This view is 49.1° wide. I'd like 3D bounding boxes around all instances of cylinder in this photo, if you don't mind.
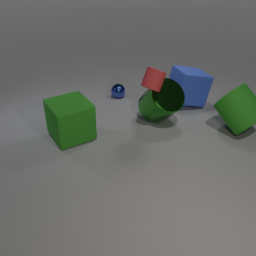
[{"bbox_3d":[1.285,-1.048,10.988,1.400,1.400,1.400,-14,-11,-23],"label":"cylinder"},{"bbox_3d":[0.887,-1.694,9.747,0.700,0.700,0.700,19,11,-4],"label":"cylinder"},{"bbox_3d":[4.151,-0.681,10.341,1.400,1.400,1.400,-25,76,-37],"label":"cylinder"}]

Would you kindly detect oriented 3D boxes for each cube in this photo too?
[{"bbox_3d":[-2.061,-0.305,10.022,1.400,1.400,1.400,-19,39,-28],"label":"cube"},{"bbox_3d":[2.708,-1.885,12.545,1.400,1.400,1.400,3,27,-20],"label":"cube"}]

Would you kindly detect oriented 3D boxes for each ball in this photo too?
[{"bbox_3d":[-0.474,-1.795,13.588,0.700,0.700,0.700,0,29,0],"label":"ball"}]
